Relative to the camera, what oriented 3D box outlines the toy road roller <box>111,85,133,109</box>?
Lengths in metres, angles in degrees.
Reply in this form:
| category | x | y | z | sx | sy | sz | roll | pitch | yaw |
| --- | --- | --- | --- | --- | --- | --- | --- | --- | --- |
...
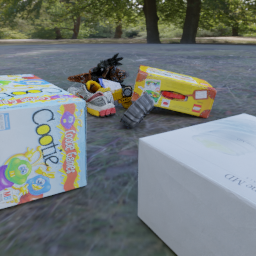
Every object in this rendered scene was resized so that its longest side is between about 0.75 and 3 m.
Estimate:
| category | x | y | z | sx | sy | sz | roll | pitch | yaw |
| --- | --- | --- | --- | --- | --- | --- | --- | --- | --- |
| toy road roller | -0.201 | -0.941 | 9.129 | 0.946 | 0.691 | 0.581 | -14 | 18 | 7 |

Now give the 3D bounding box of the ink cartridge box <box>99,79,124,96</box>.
| category | x | y | z | sx | sy | sz | roll | pitch | yaw |
| --- | --- | --- | --- | --- | --- | --- | --- | --- | --- |
| ink cartridge box | -0.644 | -1.463 | 10.290 | 0.989 | 0.208 | 0.590 | 8 | 52 | -43 |

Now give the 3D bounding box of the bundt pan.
| category | x | y | z | sx | sy | sz | roll | pitch | yaw |
| --- | --- | --- | --- | --- | --- | --- | --- | --- | --- |
| bundt pan | 0.278 | -0.410 | 7.272 | 0.398 | 1.061 | 1.061 | 45 | 30 | 5 |

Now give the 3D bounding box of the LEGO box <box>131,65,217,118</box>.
| category | x | y | z | sx | sy | sz | roll | pitch | yaw |
| --- | --- | --- | --- | --- | --- | --- | --- | --- | --- |
| LEGO box | 1.345 | -1.194 | 8.718 | 2.294 | 0.885 | 1.708 | 13 | 20 | -1 |

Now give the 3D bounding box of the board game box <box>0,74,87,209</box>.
| category | x | y | z | sx | sy | sz | roll | pitch | yaw |
| --- | --- | --- | --- | --- | --- | --- | --- | --- | --- |
| board game box | -2.036 | -0.029 | 5.159 | 1.477 | 1.503 | 2.867 | -10 | 22 | -32 |

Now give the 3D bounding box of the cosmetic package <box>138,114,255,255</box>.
| category | x | y | z | sx | sy | sz | roll | pitch | yaw |
| --- | --- | --- | --- | --- | --- | --- | --- | --- | --- |
| cosmetic package | 1.501 | 0.782 | 3.368 | 2.059 | 1.266 | 2.053 | -13 | 23 | -29 |

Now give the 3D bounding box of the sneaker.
| category | x | y | z | sx | sy | sz | roll | pitch | yaw |
| --- | --- | --- | --- | --- | --- | --- | --- | --- | --- |
| sneaker | -1.190 | -1.073 | 8.947 | 0.910 | 0.961 | 2.339 | -17 | 25 | -39 |

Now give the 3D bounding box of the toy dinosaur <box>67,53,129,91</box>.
| category | x | y | z | sx | sy | sz | roll | pitch | yaw |
| --- | --- | --- | --- | --- | --- | --- | --- | --- | --- |
| toy dinosaur | -1.088 | -2.114 | 11.941 | 2.924 | 1.494 | 1.985 | -37 | 23 | -31 |
